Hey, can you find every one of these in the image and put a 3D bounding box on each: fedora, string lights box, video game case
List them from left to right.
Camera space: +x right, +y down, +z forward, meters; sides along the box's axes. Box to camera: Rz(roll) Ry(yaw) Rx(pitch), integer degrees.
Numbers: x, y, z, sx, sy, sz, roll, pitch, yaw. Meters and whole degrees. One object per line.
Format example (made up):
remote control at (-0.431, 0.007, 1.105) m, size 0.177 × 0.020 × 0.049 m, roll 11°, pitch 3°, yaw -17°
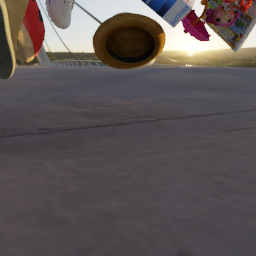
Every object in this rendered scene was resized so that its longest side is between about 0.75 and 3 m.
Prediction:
fedora at (0.012, -2.942, 9.022) m, size 2.416 × 0.985 × 2.416 m, roll -7°, pitch -29°, yaw -4°
string lights box at (0.201, -1.417, 2.594) m, size 0.940 × 0.277 × 0.483 m, roll 35°, pitch 49°, yaw -13°
video game case at (3.133, -3.592, 8.407) m, size 0.223 × 1.773 × 1.948 m, roll -11°, pitch 54°, yaw -27°

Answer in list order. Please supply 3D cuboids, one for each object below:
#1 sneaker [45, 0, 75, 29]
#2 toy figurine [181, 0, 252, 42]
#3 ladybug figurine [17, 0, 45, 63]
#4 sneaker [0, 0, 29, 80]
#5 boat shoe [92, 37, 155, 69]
sneaker at (-1.740, -3.583, 7.575) m, size 0.797 × 1.980 × 0.757 m, roll 16°, pitch 49°, yaw 13°
toy figurine at (2.434, -3.441, 7.395) m, size 2.704 × 2.030 × 2.489 m, roll 0°, pitch -28°, yaw -4°
ladybug figurine at (-2.795, -2.895, 6.583) m, size 1.073 × 2.984 × 2.026 m, roll -34°, pitch 57°, yaw -16°
sneaker at (-2.309, -1.893, 5.430) m, size 0.734 × 1.964 × 1.043 m, roll 22°, pitch 49°, yaw -4°
boat shoe at (-0.254, -2.922, 10.471) m, size 2.612 × 0.961 × 0.854 m, roll 16°, pitch -21°, yaw 24°
